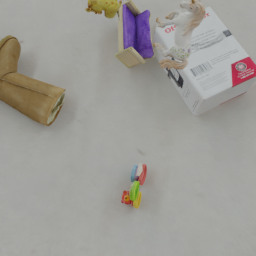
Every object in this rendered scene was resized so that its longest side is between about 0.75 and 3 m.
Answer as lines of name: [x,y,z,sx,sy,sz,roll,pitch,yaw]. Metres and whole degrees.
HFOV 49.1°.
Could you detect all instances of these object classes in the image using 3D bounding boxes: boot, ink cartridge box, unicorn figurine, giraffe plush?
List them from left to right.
boot: [-3.156,-1.537,8.956,2.613,0.864,2.288,22,83,10]
giraffe plush: [-0.730,-3.445,7.766,0.870,0.926,1.073,-3,60,-20]
unicorn figurine: [1.078,-2.039,5.860,0.636,1.722,1.183,-33,40,-27]
ink cartridge box: [2.363,-2.167,8.966,2.101,1.206,2.894,-25,70,-10]

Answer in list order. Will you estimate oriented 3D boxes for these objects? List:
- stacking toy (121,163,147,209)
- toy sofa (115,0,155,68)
stacking toy: [0.106,1.493,7.604,0.510,1.092,1.207,9,69,16]
toy sofa: [0.183,-3.212,9.368,1.046,0.888,2.144,-14,65,29]
